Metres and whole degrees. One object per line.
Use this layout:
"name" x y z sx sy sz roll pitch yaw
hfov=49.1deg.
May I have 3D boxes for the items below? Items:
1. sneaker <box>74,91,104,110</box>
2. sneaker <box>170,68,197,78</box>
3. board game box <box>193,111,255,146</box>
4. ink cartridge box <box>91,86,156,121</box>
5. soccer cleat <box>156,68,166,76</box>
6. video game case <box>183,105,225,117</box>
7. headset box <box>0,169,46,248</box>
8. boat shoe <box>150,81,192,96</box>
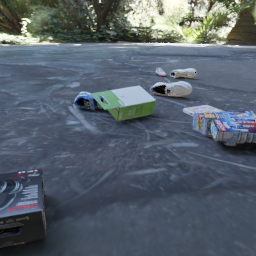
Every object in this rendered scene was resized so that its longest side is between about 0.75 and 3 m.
"sneaker" -1.386 -1.098 11.774 1.895 0.701 0.780 3 26 23
"sneaker" 3.519 -3.492 18.142 0.989 0.630 1.711 -19 19 -37
"board game box" 3.150 0.009 8.869 2.053 0.634 2.055 2 21 7
"ink cartridge box" -0.205 -0.938 10.831 2.285 0.678 1.186 -13 44 -31
"soccer cleat" 2.213 -3.829 19.069 0.408 0.504 1.168 -9 23 -22
"video game case" 3.207 -0.542 10.978 1.280 0.161 1.787 -10 23 -24
"headset box" -2.150 1.456 5.093 1.225 0.636 1.646 -6 21 -15
"boat shoe" 2.072 -1.842 13.734 2.088 0.768 0.682 3 23 37
